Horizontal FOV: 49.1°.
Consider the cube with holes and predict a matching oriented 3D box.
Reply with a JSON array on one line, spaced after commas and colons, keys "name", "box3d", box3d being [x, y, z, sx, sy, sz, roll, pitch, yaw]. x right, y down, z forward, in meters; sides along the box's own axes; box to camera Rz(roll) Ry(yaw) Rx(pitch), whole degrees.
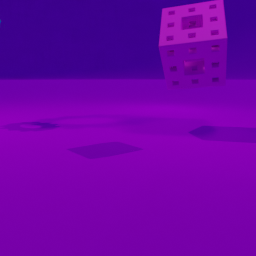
[{"name": "cube with holes", "box3d": [1.463, -1.799, 6.223, 1.289, 1.289, 1.289, -2, 54, 16]}]
